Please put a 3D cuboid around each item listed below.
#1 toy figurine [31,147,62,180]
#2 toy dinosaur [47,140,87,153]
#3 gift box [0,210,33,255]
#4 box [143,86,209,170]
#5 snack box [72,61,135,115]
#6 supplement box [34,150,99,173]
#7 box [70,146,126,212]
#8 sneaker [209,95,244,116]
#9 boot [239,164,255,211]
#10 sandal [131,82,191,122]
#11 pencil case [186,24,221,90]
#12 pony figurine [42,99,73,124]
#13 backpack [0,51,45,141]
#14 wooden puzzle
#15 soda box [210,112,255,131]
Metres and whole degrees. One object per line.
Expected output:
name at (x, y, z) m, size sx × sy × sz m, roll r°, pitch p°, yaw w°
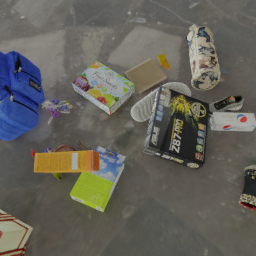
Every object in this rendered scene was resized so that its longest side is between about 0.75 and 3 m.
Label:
toy figurine at (-2.572, 1.033, 9.719) m, size 1.430 × 0.754 × 0.857 m, roll 37°, pitch 59°, yaw 20°
toy dinosaur at (-2.032, 0.796, 9.545) m, size 1.054 × 1.556 × 0.668 m, roll -24°, pitch 72°, yaw 23°
gift box at (-4.006, 3.247, 7.672) m, size 1.776 × 1.797 × 1.924 m, roll 28°, pitch 81°, yaw 15°
box at (1.800, -0.042, 10.051) m, size 2.094 × 0.638 × 2.597 m, roll 19°, pitch 61°, yaw -8°
snack box at (-1.004, -1.683, 11.469) m, size 2.140 × 0.567 × 1.522 m, roll 35°, pitch 67°, yaw 22°
supplement box at (-1.551, 0.868, 7.111) m, size 1.590 × 0.529 × 0.547 m, roll -6°, pitch 78°, yaw 13°
box at (-0.959, 1.663, 9.431) m, size 1.183 × 0.462 × 1.939 m, roll 20°, pitch 59°, yaw 12°
sneaker at (3.789, -0.948, 11.029) m, size 1.652 × 0.655 × 0.611 m, roll -17°, pitch 60°, yaw -9°
boot at (4.624, 2.105, 9.036) m, size 1.911 × 0.690 × 1.443 m, roll 19°, pitch 61°, yaw 18°
sandal at (1.239, -1.084, 11.080) m, size 2.554 × 0.628 × 1.039 m, roll -23°, pitch 96°, yaw -8°
pencil case at (3.168, -3.012, 12.003) m, size 1.337 × 1.163 × 2.989 m, roll 22°, pitch 52°, yaw -27°
pony figurine at (-2.811, -0.745, 10.878) m, size 1.127 × 0.938 × 1.088 m, roll -3°, pitch 25°, yaw 2°
backpack at (-4.266, -1.140, 9.911) m, size 2.335 × 2.261 × 2.783 m, roll -24°, pitch 62°, yaw 20°
wooden puzzle at (0.784, -2.245, 12.011) m, size 2.355 × 0.275 × 1.589 m, roll -24°, pitch 57°, yaw -2°
soda box at (3.987, -0.238, 10.650) m, size 1.577 × 0.502 × 0.537 m, roll 2°, pitch 57°, yaw 1°
